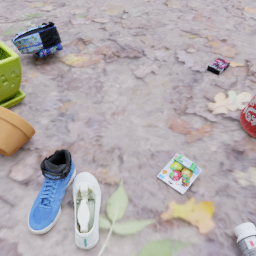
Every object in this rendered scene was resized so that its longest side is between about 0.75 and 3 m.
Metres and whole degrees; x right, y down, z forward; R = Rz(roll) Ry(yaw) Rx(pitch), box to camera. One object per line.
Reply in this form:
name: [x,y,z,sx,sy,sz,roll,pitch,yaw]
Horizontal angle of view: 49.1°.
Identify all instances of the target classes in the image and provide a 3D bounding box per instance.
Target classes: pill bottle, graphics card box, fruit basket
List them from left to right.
fruit basket: [1.740,1.491,9.423,1.066,0.539,1.151,33,57,28]
graphics card box: [4.596,-3.133,14.189,0.697,0.283,1.112,34,55,29]
pill bottle: [3.391,3.252,7.544,0.714,0.714,1.226,-7,45,-7]

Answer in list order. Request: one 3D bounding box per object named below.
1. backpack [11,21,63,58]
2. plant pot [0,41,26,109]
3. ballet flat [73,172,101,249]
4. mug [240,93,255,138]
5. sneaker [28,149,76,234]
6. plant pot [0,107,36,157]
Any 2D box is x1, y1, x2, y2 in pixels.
backpack: [-4.684,-4.384,14.327,2.214,1.490,2.022,-28,28,-19]
plant pot: [-5.961,-2.014,11.595,2.605,2.364,2.592,-34,54,-29]
ballet flat: [-1.263,2.236,8.449,0.913,0.913,2.629,-5,45,-5]
mug: [5.735,-1.017,10.173,2.416,2.722,1.816,-3,55,-5]
sneaker: [-2.359,1.768,8.502,0.983,1.424,2.561,12,47,12]
plant pot: [-4.409,0.210,10.024,1.753,1.753,1.227,18,65,17]
